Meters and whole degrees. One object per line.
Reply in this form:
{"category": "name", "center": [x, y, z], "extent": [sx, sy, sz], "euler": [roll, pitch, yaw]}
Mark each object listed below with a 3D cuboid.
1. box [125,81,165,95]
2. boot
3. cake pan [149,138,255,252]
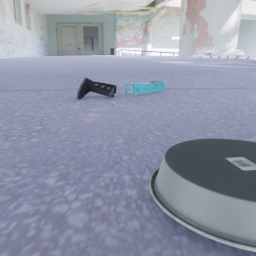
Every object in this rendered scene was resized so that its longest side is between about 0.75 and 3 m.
{"category": "box", "center": [0.843, -1.959, 13.515], "extent": [1.868, 0.459, 0.769], "euler": [-13, 17, -35]}
{"category": "boot", "center": [-1.348, -1.570, 12.257], "extent": [1.510, 0.496, 1.245], "euler": [18, 56, 0]}
{"category": "cake pan", "center": [1.846, 0.808, 4.500], "extent": [2.982, 0.547, 2.982], "euler": [2, 16, -1]}
